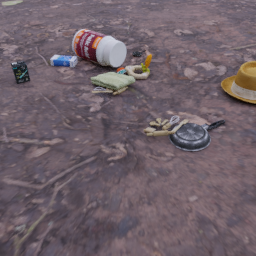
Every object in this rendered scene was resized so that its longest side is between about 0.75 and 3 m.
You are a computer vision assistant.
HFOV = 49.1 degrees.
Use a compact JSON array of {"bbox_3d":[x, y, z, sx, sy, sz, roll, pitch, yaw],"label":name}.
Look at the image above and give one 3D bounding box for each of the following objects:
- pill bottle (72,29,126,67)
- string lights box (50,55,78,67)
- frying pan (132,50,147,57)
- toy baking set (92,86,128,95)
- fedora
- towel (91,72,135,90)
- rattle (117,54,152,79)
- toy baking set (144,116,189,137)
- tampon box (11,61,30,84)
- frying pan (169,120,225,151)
[{"bbox_3d":[-1.530,-4.216,14.904,2.729,1.558,1.558,26,44,32],"label":"pill bottle"},{"bbox_3d":[-3.438,-3.612,15.091,1.290,0.380,0.663,7,37,9],"label":"string lights box"},{"bbox_3d":[0.618,-4.373,16.313,0.593,0.160,0.980,18,38,21],"label":"frying pan"},{"bbox_3d":[-0.833,-1.756,12.782,1.275,0.193,1.661,14,33,27],"label":"toy baking set"},{"bbox_3d":[5.718,-2.168,12.455,2.993,1.221,2.993,1,36,0],"label":"fedora"},{"bbox_3d":[-0.726,-2.246,13.102,1.855,0.338,1.376,23,39,38],"label":"towel"},{"bbox_3d":[0.247,-3.072,13.775,1.667,1.191,1.085,17,61,11],"label":"rattle"},{"bbox_3d":[1.362,-0.090,10.196,1.582,0.184,1.214,-3,33,21],"label":"toy baking set"},{"bbox_3d":[-5.138,-2.671,13.421,0.646,0.862,0.544,-18,40,-22],"label":"tampon box"},{"bbox_3d":[2.674,0.185,10.045,2.446,0.398,1.480,-9,37,-7],"label":"frying pan"}]
